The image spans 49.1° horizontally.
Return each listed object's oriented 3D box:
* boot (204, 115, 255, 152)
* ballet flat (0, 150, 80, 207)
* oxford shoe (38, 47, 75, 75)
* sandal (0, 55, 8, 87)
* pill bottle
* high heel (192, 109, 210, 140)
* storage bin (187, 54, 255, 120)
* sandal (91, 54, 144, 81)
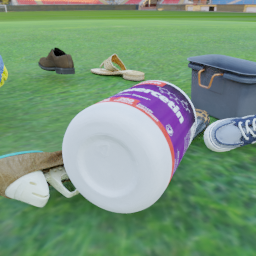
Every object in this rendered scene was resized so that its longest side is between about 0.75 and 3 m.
[{"bbox_3d":[2.571,-0.015,5.970,1.928,0.701,0.871,-14,-11,-28],"label":"boot"},{"bbox_3d":[-1.231,0.790,4.530,2.324,0.788,0.841,-6,50,-44],"label":"ballet flat"},{"bbox_3d":[-2.812,-2.685,11.001,2.269,0.958,0.824,17,25,41],"label":"oxford shoe"},{"bbox_3d":[-3.608,-0.879,6.548,1.105,1.210,2.780,11,58,-19],"label":"sandal"},{"bbox_3d":[0.263,0.069,4.834,1.590,1.590,2.827,10,22,20],"label":"pill bottle"},{"bbox_3d":[0.930,-0.364,6.938,2.063,0.737,1.471,33,47,25],"label":"high heel"},{"bbox_3d":[2.619,-1.031,7.640,1.620,1.495,2.226,-15,29,-30],"label":"storage bin"},{"bbox_3d":[-0.444,-2.681,11.861,2.710,0.892,0.994,18,27,34],"label":"sandal"}]
